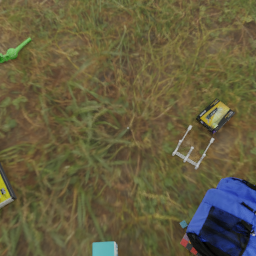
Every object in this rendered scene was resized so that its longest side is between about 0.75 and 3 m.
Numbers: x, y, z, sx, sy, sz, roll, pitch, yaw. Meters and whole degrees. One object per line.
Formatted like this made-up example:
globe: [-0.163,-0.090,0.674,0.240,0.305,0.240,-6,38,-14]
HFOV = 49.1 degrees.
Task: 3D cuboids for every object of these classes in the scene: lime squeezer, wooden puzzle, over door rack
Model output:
lime squeezer: [-4.644,-2.797,10.436,2.233,0.421,0.789,-24,68,-10]
wooden puzzle: [2.048,3.150,7.877,1.433,0.101,0.850,32,69,14]
over door rack: [2.084,0.562,8.885,0.910,0.410,1.231,31,70,12]

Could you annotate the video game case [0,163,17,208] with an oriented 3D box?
video game case: [-4.866,1.685,8.438,2.184,0.308,2.416,-30,68,-13]

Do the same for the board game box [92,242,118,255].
board game box: [-0.484,3.960,6.611,0.539,1.733,2.296,-3,66,-1]

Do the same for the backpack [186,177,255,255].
backpack: [2.927,2.517,6.570,2.516,2.044,2.111,26,76,29]

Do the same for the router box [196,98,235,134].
router box: [2.932,-0.402,9.403,1.020,0.266,0.802,-41,71,-17]
